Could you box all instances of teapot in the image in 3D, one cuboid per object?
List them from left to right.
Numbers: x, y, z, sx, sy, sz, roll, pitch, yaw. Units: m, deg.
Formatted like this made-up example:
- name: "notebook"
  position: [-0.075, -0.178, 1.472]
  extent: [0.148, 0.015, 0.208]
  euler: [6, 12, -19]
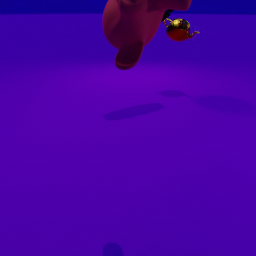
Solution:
- name: "teapot"
  position: [1.970, -3.732, 10.563]
  extent: [1.514, 0.741, 0.941]
  euler: [32, 58, 15]

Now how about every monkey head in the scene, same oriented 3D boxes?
- name: "monkey head"
  position: [0.209, -1.388, 3.484]
  extent: [1.040, 0.871, 1.446]
  euler: [8, 52, 4]

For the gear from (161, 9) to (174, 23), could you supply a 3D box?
- name: "gear"
  position: [0.659, -4.406, 9.002]
  extent: [2.047, 2.047, 0.379]
  euler: [-18, -1, -34]
